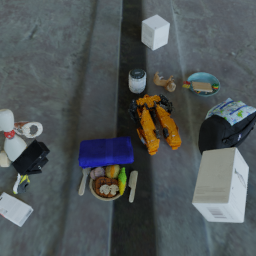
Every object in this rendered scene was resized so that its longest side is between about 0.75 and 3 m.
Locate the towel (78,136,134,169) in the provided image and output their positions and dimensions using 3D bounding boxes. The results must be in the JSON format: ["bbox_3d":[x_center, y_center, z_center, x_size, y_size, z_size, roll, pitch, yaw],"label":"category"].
[{"bbox_3d":[-0.838,0.947,10.821,2.068,0.512,1.527,-4,30,-2],"label":"towel"}]

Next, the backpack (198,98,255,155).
[{"bbox_3d":[3.864,-0.069,10.794,2.607,2.126,2.004,-21,43,-22],"label":"backpack"}]

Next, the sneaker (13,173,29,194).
[{"bbox_3d":[-3.828,1.912,10.344,0.466,0.410,1.102,10,63,0],"label":"sneaker"}]

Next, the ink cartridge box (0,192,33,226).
[{"bbox_3d":[-4.008,2.803,9.709,1.232,0.310,0.671,22,57,17],"label":"ink cartridge box"}]

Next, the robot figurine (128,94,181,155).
[{"bbox_3d":[1.100,-0.271,11.645,1.959,0.786,2.702,-11,55,-8],"label":"robot figurine"}]

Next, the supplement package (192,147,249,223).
[{"bbox_3d":[2.594,1.555,7.736,1.025,1.021,1.747,-13,41,40],"label":"supplement package"}]

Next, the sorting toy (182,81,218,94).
[{"bbox_3d":[3.313,-1.812,12.857,1.707,0.289,0.823,6,32,2],"label":"sorting toy"}]

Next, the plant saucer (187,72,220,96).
[{"bbox_3d":[3.539,-2.000,13.216,1.523,0.274,1.523,0,54,0],"label":"plant saucer"}]

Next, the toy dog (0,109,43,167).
[{"bbox_3d":[-4.217,0.290,10.482,1.682,2.550,1.228,13,33,-21],"label":"toy dog"}]

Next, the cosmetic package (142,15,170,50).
[{"bbox_3d":[1.433,-5.040,14.812,1.042,1.253,1.048,-31,60,-21],"label":"cosmetic package"}]

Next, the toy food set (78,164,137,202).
[{"bbox_3d":[-0.740,1.936,10.251,2.089,0.419,1.442,5,53,4],"label":"toy food set"}]

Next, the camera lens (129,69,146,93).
[{"bbox_3d":[0.426,-2.188,12.917,0.776,0.970,0.776,0,54,0],"label":"camera lens"}]

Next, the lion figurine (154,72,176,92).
[{"bbox_3d":[1.679,-2.156,13.277,1.361,0.493,0.833,16,62,28],"label":"lion figurine"}]

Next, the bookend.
[{"bbox_3d":[-2.134,0.698,6.648,0.827,0.832,0.383,-44,75,8],"label":"bookend"}]
